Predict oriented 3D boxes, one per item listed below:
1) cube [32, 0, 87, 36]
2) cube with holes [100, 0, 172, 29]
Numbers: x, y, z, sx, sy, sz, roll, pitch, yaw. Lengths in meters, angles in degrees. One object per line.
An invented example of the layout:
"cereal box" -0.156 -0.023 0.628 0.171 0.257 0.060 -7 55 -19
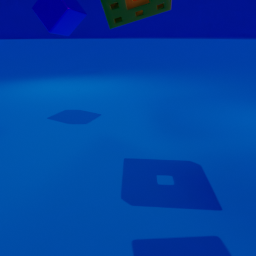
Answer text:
"cube" -2.143 -3.670 8.817 1.015 1.015 1.015 -39 -7 26
"cube with holes" 0.004 -2.994 5.309 1.325 1.325 1.325 -17 -13 3
